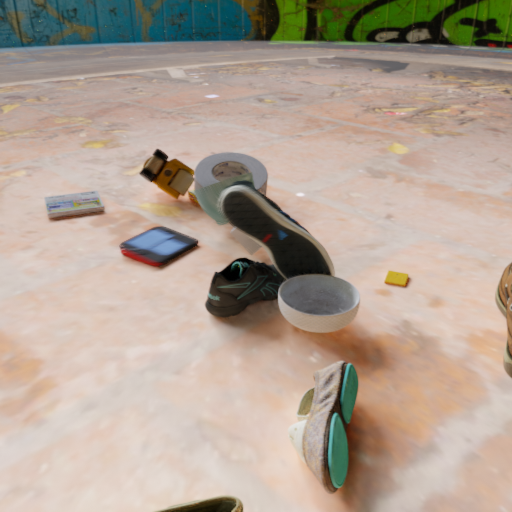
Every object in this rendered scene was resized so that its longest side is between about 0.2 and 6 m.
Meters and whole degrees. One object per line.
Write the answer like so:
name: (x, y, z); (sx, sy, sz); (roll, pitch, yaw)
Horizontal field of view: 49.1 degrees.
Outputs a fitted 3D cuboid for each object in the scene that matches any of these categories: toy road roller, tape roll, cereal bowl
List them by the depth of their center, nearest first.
cereal bowl: (1.021, 0.843, 9.190); (1.350, 0.562, 1.350); (0, 27, 0)
tape roll: (-0.623, -1.818, 13.808); (1.809, 0.598, 1.809); (2, 43, -2)
toy road roller: (-2.275, -2.057, 14.454); (1.361, 0.837, 0.994); (32, -8, 1)

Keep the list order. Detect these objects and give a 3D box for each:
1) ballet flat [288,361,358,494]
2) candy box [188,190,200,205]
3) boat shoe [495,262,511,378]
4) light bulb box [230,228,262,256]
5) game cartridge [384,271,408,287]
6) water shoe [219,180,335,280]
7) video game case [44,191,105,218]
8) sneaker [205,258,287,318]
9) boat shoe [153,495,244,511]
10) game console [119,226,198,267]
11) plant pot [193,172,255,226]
ballet flat: (0.795, 2.069, 6.834); (0.711, 0.720, 2.114); (-13, 17, 21)
candy box: (-0.819, -1.654, 14.470); (1.701, 0.225, 0.869); (-18, 35, -30)
boat shoe: (4.537, 0.689, 8.874); (1.179, 1.114, 3.277); (8, 28, 15)
light bulb box: (-0.118, -0.458, 11.401); (0.415, 0.658, 0.664); (-39, 11, 19)
game cartridge: (2.642, 0.432, 10.557); (0.390, 0.072, 0.442); (11, 31, 20)
water shoe: (0.483, -0.432, 9.957); (2.512, 0.898, 0.991); (44, 26, -12)
video game case: (-4.501, -1.281, 13.834); (1.328, 0.147, 1.209); (-10, 28, -20)
sneaker: (-0.016, 0.411, 9.811); (1.995, 0.791, 0.752); (-22, 34, -40)
boat shoe: (-1.142, 2.760, 5.297); (2.121, 0.667, 0.774); (-6, 27, -11)
game console: (-2.045, -0.228, 11.701); (1.172, 0.206, 1.325); (17, 32, 30)
plant pot: (-0.596, -1.196, 12.272); (1.349, 0.904, 1.349); (-17, 7, 2)
